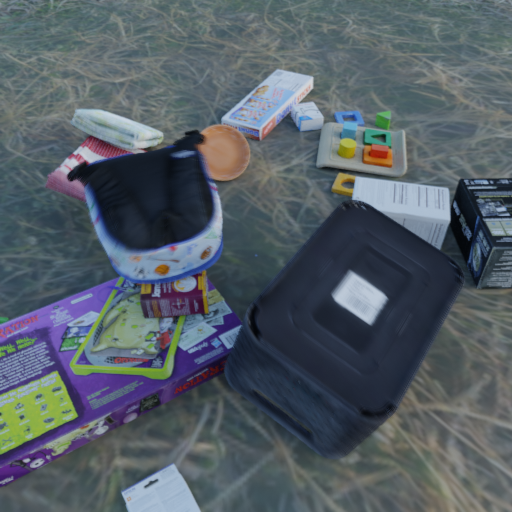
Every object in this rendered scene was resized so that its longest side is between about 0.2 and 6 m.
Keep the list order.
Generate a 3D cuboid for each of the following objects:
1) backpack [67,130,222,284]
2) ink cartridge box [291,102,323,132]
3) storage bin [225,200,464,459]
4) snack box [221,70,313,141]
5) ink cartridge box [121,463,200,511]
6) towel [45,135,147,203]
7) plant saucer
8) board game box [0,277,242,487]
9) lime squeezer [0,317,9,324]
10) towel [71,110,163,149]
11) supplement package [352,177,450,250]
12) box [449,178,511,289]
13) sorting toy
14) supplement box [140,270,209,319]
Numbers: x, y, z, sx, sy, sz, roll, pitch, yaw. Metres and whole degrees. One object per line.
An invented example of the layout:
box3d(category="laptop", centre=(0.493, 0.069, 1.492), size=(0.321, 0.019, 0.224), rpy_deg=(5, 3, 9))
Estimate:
box3d(category="backpack", centre=(-1.689, -0.647, 9.592), size=(2.510, 1.933, 2.391), rpy_deg=(-18, 46, -6))
box3d(category="ink cartridge box", centre=(1.337, -3.674, 14.774), size=(0.626, 0.362, 0.858), rpy_deg=(-10, 44, -11))
box3d(category="storage bin", centre=(1.375, 0.987, 8.570), size=(2.287, 1.586, 3.382), rpy_deg=(35, 51, 11))
box3d(category="snack box", centre=(0.372, -4.194, 15.292), size=(1.170, 0.396, 3.255), rpy_deg=(20, 47, 20))
box3d(category="ink cartridge box", centre=(-1.276, 3.332, 7.509), size=(0.819, 0.167, 0.821), rpy_deg=(-23, 48, -22))
box3d(category="towel", centre=(-3.080, -1.849, 12.206), size=(1.967, 0.311, 2.730), rpy_deg=(20, 33, -5))
box3d(category="plant saucer", centre=(-0.813, -2.379, 13.023), size=(1.314, 0.246, 1.314), rpy_deg=(1, 86, -13))
box3d(category="board game box", centre=(-2.449, 1.553, 9.112), size=(4.262, 0.688, 2.558), rpy_deg=(-23, 52, -23))
box3d(category="lime squeezer", centre=(-5.597, 0.794, 10.112), size=(2.578, 0.486, 0.910), rpy_deg=(28, 19, 28))
box3d(category="towel", centre=(-3.271, -2.995, 13.322), size=(1.665, 0.468, 1.945), rpy_deg=(22, 16, 2))
box3d(category="supplement package", centre=(2.813, -0.781, 11.213), size=(1.847, 1.050, 1.011), rpy_deg=(9, 46, 8))
box3d(category="box", centre=(5.353, -0.487, 10.851), size=(2.577, 1.110, 2.110), rpy_deg=(-2, 43, -2))
box3d(category="sorting toy", centre=(2.593, -2.723, 13.660), size=(2.099, 0.508, 3.727), rpy_deg=(6, 44, 6))
box3d(category="supplement box", centre=(-1.351, 0.639, 9.348), size=(1.088, 0.466, 0.600), rpy_deg=(-5, 44, -3))
